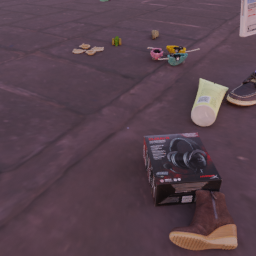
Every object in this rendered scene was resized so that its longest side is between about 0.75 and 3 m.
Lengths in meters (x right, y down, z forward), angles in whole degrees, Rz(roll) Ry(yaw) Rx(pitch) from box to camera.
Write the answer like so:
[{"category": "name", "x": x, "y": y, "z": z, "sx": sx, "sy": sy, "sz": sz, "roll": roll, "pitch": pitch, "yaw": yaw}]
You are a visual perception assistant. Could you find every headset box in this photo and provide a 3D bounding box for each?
[{"category": "headset box", "x": 1.041, "y": 0.761, "z": 5.961, "sx": 1.268, "sy": 0.658, "sz": 1.704, "roll": -3, "pitch": 36, "yaw": -4}]

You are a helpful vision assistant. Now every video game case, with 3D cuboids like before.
[{"category": "video game case", "x": 2.052, "y": -2.065, "z": 4.275, "sx": 0.828, "sy": 1.157, "sz": 0.104, "roll": -21, "pitch": 30, "yaw": -23}]

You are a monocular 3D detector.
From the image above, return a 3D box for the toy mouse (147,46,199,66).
[{"category": "toy mouse", "x": 1.654, "y": -2.988, "z": 11.712, "sx": 2.212, "sy": 0.428, "sz": 1.966, "roll": 15, "pitch": 36, "yaw": 21}]

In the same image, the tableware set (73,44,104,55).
[{"category": "tableware set", "x": -1.829, "y": -3.615, "z": 12.890, "sx": 1.346, "sy": 0.156, "sz": 1.124, "roll": 12, "pitch": 36, "yaw": 17}]

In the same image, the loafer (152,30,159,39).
[{"category": "loafer", "x": 1.421, "y": -4.910, "z": 14.593, "sx": 0.355, "sy": 0.401, "sz": 1.054, "roll": -1, "pitch": 34, "yaw": 9}]

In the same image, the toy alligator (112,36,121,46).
[{"category": "toy alligator", "x": -0.564, "y": -4.393, "z": 13.895, "sx": 0.437, "sy": 0.317, "sz": 1.319, "roll": -1, "pitch": 34, "yaw": -3}]

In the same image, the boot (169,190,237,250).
[{"category": "boot", "x": 1.253, "y": 1.556, "z": 4.887, "sx": 1.218, "sy": 0.441, "sz": 1.013, "roll": 9, "pitch": 43, "yaw": -10}]

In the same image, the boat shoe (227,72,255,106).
[{"category": "boat shoe", "x": 4.183, "y": -1.428, "z": 9.038, "sx": 2.569, "sy": 0.833, "sz": 0.924, "roll": -20, "pitch": 39, "yaw": -27}]

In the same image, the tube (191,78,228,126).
[{"category": "tube", "x": 2.493, "y": -0.913, "z": 8.551, "sx": 0.677, "sy": 0.757, "sz": 2.610, "roll": -25, "pitch": 16, "yaw": 33}]
